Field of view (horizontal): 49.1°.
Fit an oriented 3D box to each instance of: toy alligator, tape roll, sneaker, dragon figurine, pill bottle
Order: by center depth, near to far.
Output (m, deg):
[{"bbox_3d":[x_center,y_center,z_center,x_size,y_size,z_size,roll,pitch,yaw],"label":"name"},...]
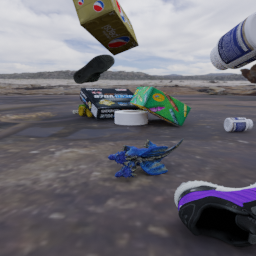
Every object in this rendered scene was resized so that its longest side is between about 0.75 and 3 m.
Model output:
[{"bbox_3d":[1.220,0.872,2.746,1.461,0.508,0.726,-4,14,5],"label":"sneaker"},{"bbox_3d":[0.404,0.522,4.871,1.680,0.495,0.835,-4,9,-21],"label":"dragon figurine"},{"bbox_3d":[3.651,-0.110,9.241,0.827,0.459,0.459,-1,8,-10],"label":"pill bottle"},{"bbox_3d":[3.758,-2.731,9.285,1.309,1.309,2.356,-2,-6,-16],"label":"pill bottle"},{"bbox_3d":[-1.256,-2.369,11.258,1.814,0.693,1.039,-30,1,19],"label":"sneaker"},{"bbox_3d":[0.143,-0.428,11.302,1.374,0.481,1.374,0,8,0],"label":"tape roll"},{"bbox_3d":[-2.054,-0.986,14.258,0.984,0.713,2.968,-6,11,-41],"label":"toy alligator"}]

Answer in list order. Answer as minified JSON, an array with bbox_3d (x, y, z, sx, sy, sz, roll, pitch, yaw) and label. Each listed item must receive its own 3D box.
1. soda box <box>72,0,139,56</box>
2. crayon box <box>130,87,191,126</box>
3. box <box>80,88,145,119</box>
[{"bbox_3d":[-0.381,-2.140,5.719,0.682,0.645,2.014,-19,-6,13],"label":"soda box"},{"bbox_3d":[1.197,-0.945,11.360,1.676,0.822,2.821,26,3,-12],"label":"crayon box"},{"bbox_3d":[-0.682,-1.203,13.341,2.672,0.615,2.124,-4,33,-31],"label":"box"}]
